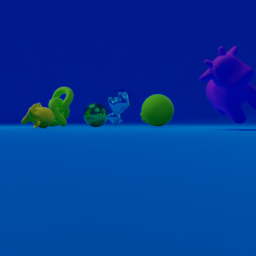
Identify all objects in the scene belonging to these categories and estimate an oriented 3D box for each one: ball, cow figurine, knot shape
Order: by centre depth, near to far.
[{"bbox_3d":[2.037,-0.896,5.830,0.926,1.660,1.687,-42,16,3],"label":"cow figurine"},{"bbox_3d":[-0.284,-0.569,8.717,0.923,0.908,0.507,-23,-8,38],"label":"cow figurine"},{"bbox_3d":[0.967,-0.569,9.115,1.046,1.046,1.046,0,1,0],"label":"ball"},{"bbox_3d":[-2.549,-0.609,10.370,0.750,1.623,1.519,14,-41,-12],"label":"knot shape"},{"bbox_3d":[-1.249,-0.504,10.915,0.948,0.948,0.948,0,1,0],"label":"ball"}]

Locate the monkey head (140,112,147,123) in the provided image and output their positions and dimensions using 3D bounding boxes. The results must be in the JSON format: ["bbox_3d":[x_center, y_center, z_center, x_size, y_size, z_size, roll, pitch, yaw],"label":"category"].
[{"bbox_3d":[0.901,-0.605,10.801,1.191,0.857,0.718,-10,-15,-23],"label":"monkey head"}]

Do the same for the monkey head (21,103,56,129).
[{"bbox_3d":[-2.199,-0.208,6.860,0.730,0.612,1.015,-42,3,15],"label":"monkey head"}]
